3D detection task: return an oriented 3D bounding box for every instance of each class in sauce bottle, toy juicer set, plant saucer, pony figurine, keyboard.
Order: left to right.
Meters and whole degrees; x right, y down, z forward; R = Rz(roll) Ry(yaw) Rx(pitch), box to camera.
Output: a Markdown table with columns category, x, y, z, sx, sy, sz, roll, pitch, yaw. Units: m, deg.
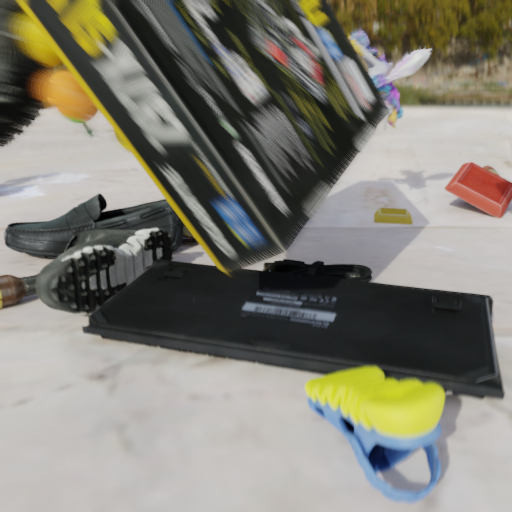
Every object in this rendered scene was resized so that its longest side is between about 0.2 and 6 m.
| category | x | y | z | sx | sy | sz | roll | pitch | yaw |
| --- | --- | --- | --- | --- | --- | --- | --- | --- | --- |
| sauce bottle | -3.070 | 0.443 | 6.529 | 1.248 | 0.404 | 0.404 | -11 | 21 | -36 |
| toy juicer set | -1.714 | -2.214 | 5.801 | 1.442 | 2.266 | 0.617 | 5 | -19 | -41 |
| keyboard | 0.433 | 0.601 | 5.923 | 3.888 | 0.499 | 2.335 | 6 | 23 | 17 |
| pony figurine | 2.250 | -3.348 | 10.358 | 1.657 | 1.600 | 1.380 | 35 | -16 | -17 |
| plant saucer | 2.577 | -0.761 | 10.537 | 0.704 | 0.171 | 0.704 | 4 | 19 | 11 |
| plant saucer | 4.484 | -1.367 | 11.063 | 1.195 | 0.220 | 1.197 | 32 | 49 | 16 |

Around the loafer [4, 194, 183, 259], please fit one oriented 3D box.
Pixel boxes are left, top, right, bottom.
| category | x | y | z | sx | sy | sz | roll | pitch | yaw |
| --- | --- | --- | --- | --- | --- | --- | --- | --- | --- |
| loafer | -2.429 | -0.489 | 8.472 | 2.633 | 0.924 | 0.894 | -2 | 18 | -7 |

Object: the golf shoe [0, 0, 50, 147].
| category | x | y | z | sx | sy | sz | roll | pitch | yaw |
| --- | --- | --- | --- | --- | --- | --- | --- | --- | --- |
| golf shoe | -3.295 | -2.577 | 6.943 | 1.307 | 2.766 | 1.075 | 36 | 36 | 4 |

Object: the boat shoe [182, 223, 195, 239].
| category | x | y | z | sx | sy | sz | roll | pitch | yaw |
| --- | --- | --- | --- | --- | --- | --- | --- | --- | --- |
| boat shoe | -1.426 | -0.612 | 9.226 | 1.732 | 0.559 | 0.617 | 8 | 1 | 14 |

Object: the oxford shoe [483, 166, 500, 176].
| category | x | y | z | sx | sy | sz | roll | pitch | yaw |
| --- | --- | --- | --- | --- | --- | --- | --- | --- | --- |
| oxford shoe | 4.897 | -1.396 | 11.974 | 0.802 | 0.755 | 2.144 | 41 | 35 | 23 |

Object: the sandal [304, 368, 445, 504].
| category | x | y | z | sx | sy | sz | roll | pitch | yaw |
| --- | --- | --- | --- | --- | --- | --- | --- | --- | --- |
| sandal | 0.773 | 1.181 | 3.876 | 0.642 | 0.704 | 1.617 | -11 | -1 | -9 |

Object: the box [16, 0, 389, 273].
| category | x | y | z | sx | sy | sz | roll | pitch | yaw |
| --- | --- | --- | --- | --- | --- | --- | --- | --- | --- |
| box | -0.373 | -2.152 | 5.322 | 0.909 | 3.686 | 2.943 | -19 | 24 | 42 |

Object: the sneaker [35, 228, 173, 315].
| category | x | y | z | sx | sy | sz | roll | pitch | yaw |
| --- | --- | --- | --- | --- | --- | --- | --- | --- | --- |
| sneaker | -2.019 | 0.139 | 6.903 | 1.074 | 0.789 | 2.374 | 3 | 15 | 20 |
